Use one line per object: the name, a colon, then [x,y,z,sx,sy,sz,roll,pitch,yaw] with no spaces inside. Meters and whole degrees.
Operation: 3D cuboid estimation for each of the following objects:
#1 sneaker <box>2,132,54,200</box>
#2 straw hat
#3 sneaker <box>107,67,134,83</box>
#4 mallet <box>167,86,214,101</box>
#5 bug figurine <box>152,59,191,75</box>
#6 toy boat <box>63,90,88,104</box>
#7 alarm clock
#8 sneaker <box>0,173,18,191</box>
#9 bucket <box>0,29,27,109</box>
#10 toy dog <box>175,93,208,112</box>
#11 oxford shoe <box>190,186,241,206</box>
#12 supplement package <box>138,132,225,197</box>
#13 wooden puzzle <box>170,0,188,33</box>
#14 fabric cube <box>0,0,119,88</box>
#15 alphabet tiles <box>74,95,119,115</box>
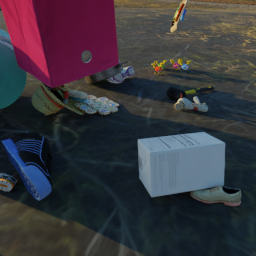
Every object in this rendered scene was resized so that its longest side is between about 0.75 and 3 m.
sneaker: [-2.026,0.654,6.163,0.920,0.828,2.361,-25,35,-26]
straw hat: [-2.512,-0.948,8.955,0.971,2.295,2.295,-42,30,8]
sneaker: [-0.413,-2.260,12.154,1.481,0.554,0.738,-25,18,-38]
mallet: [2.370,-1.404,10.613,2.116,0.435,0.697,-16,28,-37]
bug figurine: [2.014,-2.929,13.320,1.837,0.473,1.424,-4,22,1]
toy boat: [-1.811,-1.001,9.201,0.770,0.426,0.916,16,14,28]
alarm clock: [-0.890,-2.498,11.493,2.442,0.813,1.647,1,30,39]
sneaker: [-2.757,1.083,5.927,0.884,0.346,0.342,16,26,11]
bucket: [-4.806,-2.020,9.381,2.803,2.803,1.824,-15,35,-25]
toy dog: [2.105,-0.868,9.363,1.080,0.520,0.712,1,28,2]
oxford shoe: [1.724,1.264,5.508,0.958,0.354,0.339,3,28,11]
supplement package: [1.072,0.703,5.797,1.554,0.942,0.930,-6,15,-11]
wooden puzzle: [1.444,-3.240,8.101,0.158,0.913,1.354,18,1,-7]
fabric cube: [-1.818,-2.795,7.613,2.269,2.305,2.313,-27,41,-31]
alphabet tiles: [-1.044,-0.803,9.491,1.417,0.103,1.386,29,34,35]
